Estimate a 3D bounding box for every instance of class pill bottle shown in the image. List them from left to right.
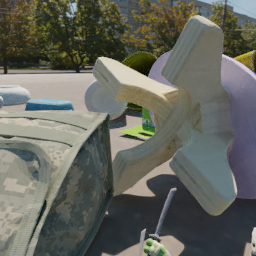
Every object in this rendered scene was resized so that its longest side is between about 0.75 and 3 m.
[{"bbox_3d":[-0.755,-1.221,10.422,1.459,1.459,2.599,0,14,-2],"label":"pill bottle"}]

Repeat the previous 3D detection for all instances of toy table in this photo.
[{"bbox_3d":[0.776,-0.133,4.080,1.716,2.694,2.930,-3,31,-42],"label":"toy table"}]

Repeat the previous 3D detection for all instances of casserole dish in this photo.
[{"bbox_3d":[-3.253,-0.935,11.578,2.189,0.425,1.326,9,16,29],"label":"casserole dish"}]

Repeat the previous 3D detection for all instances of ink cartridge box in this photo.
[{"bbox_3d":[1.064,-0.322,7.916,1.660,0.851,2.246,14,19,35],"label":"ink cartridge box"}]

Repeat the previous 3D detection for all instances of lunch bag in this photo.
[{"bbox_3d":[-1.370,0.675,2.715,1.991,1.427,2.427,1,20,10],"label":"lunch bag"}]

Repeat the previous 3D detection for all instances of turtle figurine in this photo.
[{"bbox_3d":[0.077,1.155,2.219,0.955,0.985,0.709,-15,-14,-36],"label":"turtle figurine"}]

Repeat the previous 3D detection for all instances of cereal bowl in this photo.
[{"bbox_3d":[-5.822,-1.669,13.771,1.999,0.833,1.999,0,14,0],"label":"cereal bowl"}]

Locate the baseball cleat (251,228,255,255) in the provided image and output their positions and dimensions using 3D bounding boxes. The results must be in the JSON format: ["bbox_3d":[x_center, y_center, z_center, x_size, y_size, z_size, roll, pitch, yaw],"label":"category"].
[{"bbox_3d":[1.658,1.141,2.982,0.988,0.345,0.526,-10,18,-40],"label":"baseball cleat"}]

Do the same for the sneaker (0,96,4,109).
[{"bbox_3d":[-5.822,-0.900,10.919,1.708,0.679,1.115,-5,9,22],"label":"sneaker"}]

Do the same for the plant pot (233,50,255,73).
[{"bbox_3d":[2.190,-0.236,5.554,2.117,2.117,1.868,-10,6,-37],"label":"plant pot"}]

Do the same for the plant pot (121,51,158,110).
[{"bbox_3d":[1.048,-1.892,12.268,2.372,2.372,2.284,9,4,34],"label":"plant pot"}]
